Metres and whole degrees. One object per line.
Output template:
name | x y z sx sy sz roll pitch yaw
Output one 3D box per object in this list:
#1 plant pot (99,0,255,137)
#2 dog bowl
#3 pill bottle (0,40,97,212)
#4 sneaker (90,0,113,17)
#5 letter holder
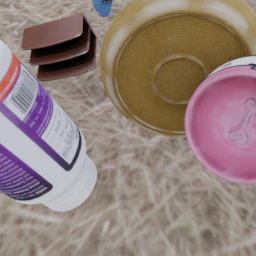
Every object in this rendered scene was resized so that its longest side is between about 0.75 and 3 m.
plant pot | 0.913 -0.897 4.933 2.977 2.977 0.409 7 39 5
dog bowl | 1.622 -0.049 3.897 1.849 1.849 0.682 38 33 25
pill bottle | -1.560 0.190 4.130 1.495 2.683 1.495 -16 47 17
sneaker | -0.597 -3.815 7.639 0.687 1.748 0.779 -18 58 -21
letter holder | -1.772 -1.992 7.179 1.729 0.870 1.229 -8 66 16
